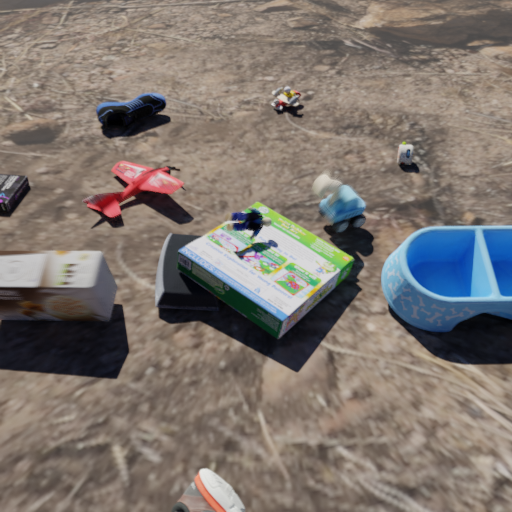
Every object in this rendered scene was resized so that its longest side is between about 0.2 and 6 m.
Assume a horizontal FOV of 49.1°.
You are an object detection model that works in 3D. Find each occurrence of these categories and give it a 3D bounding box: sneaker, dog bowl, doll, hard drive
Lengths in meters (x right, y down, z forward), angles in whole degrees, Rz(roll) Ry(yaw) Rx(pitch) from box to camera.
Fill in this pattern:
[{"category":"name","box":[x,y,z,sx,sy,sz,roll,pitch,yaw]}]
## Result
[{"category":"sneaker","box":[-0.254,3.299,6.038,0.810,0.762,1.977,-41,48,-7]},{"category":"dog bowl","box":[3.638,0.290,9.075,3.067,0.760,1.709,0,57,-2]},{"category":"sneaker","box":[-3.143,-3.666,14.415,1.841,0.646,0.717,-17,51,-15]},{"category":"doll","box":[-0.108,-0.551,9.464,0.839,0.573,0.203,-4,-3,-33]},{"category":"hard drive","box":[-1.143,0.223,9.783,1.170,0.367,1.735,4,39,-6]}]

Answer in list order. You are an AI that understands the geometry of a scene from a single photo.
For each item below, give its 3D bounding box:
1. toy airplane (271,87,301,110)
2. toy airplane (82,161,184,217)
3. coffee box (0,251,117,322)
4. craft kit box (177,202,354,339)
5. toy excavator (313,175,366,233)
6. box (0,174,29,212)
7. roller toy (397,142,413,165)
[{"category":"toy airplane","box":[0.791,-4.275,15.126,0.814,0.575,0.811,6,41,7]},{"category":"toy airplane","box":[-2.564,-1.408,11.737,2.301,0.423,2.301,-5,32,3]},{"category":"coffee box","box":[-3.275,0.483,8.857,1.834,1.049,0.731,1,53,4]},{"category":"craft kit box","box":[0.179,0.126,9.529,2.195,0.533,2.168,33,47,23]},{"category":"toy excavator","box":[1.536,-1.072,10.499,1.242,1.277,0.638,-18,51,-24]},{"category":"box","box":[-5.738,-1.360,11.843,1.498,0.270,1.071,3,40,6]},{"category":"roller toy","box":[3.441,-2.320,12.861,0.341,0.489,0.446,5,49,10]}]
